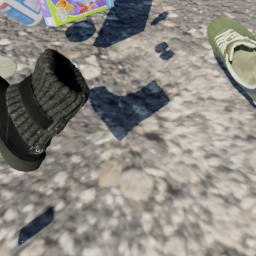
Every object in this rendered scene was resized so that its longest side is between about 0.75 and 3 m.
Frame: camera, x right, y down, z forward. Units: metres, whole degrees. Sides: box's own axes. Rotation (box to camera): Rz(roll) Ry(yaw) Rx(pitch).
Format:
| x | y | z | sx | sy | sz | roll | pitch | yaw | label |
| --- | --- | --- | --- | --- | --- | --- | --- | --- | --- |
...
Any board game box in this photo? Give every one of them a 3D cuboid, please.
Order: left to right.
| x | y | z | sx | sy | sz | roll | pitch | yaw | label |
| --- | --- | --- | --- | --- | --- | --- | --- | --- | --- |
| -1.587 | -4.163 | 6.923 | 1.849 | 2.750 | 0.616 | -32 | 32 | -25 | board game box |

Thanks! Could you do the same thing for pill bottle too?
| x | y | z | sx | sy | sz | roll | pitch | yaw | label |
| --- | --- | --- | --- | --- | --- | --- | --- | --- | --- |
| -2.791 | -3.315 | 7.514 | 0.916 | 1.633 | 0.916 | -6 | 78 | 30 | pill bottle |

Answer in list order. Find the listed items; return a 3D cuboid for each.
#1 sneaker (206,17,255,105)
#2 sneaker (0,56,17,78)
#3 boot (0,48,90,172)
| x | y | z | sx | sy | sz | roll | pitch | yaw | label |
| --- | --- | --- | --- | --- | --- | --- | --- | --- | --- |
| 2.460 | -1.677 | 6.072 | 0.914 | 1.223 | 2.725 | -34 | 60 | 21 | sneaker |
| -3.137 | -1.341 | 5.926 | 1.373 | 0.527 | 0.764 | -22 | 47 | -32 | sneaker |
| -1.485 | -0.566 | 3.975 | 2.038 | 1.524 | 0.767 | 46 | 27 | 20 | boot |
